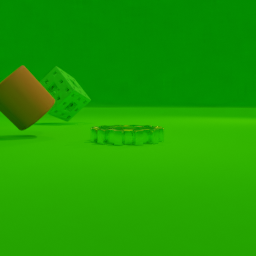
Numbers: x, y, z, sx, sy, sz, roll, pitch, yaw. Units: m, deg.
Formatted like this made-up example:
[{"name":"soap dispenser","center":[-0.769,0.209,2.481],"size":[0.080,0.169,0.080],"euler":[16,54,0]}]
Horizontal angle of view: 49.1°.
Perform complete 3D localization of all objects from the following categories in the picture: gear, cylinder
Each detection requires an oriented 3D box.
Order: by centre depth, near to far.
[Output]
[{"name":"gear","center":[-0.018,0.113,5.378],"size":[1.385,0.256,1.385],"euler":[0,5,0]},{"name":"cylinder","center":[-2.257,-0.628,5.947],"size":[0.998,0.998,0.998],"euler":[-32,24,16]}]

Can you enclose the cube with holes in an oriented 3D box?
[{"name":"cube with holes","center":[-2.418,-1.204,10.277],"size":[1.248,1.248,1.248],"euler":[-42,-21,8]}]
